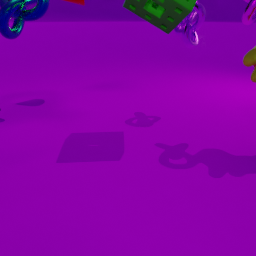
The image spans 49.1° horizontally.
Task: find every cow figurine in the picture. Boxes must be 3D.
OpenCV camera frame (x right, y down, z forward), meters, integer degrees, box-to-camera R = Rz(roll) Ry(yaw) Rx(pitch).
[{"bbox_3d":[3.340,-1.680,5.640,1.646,0.918,1.673,-43,18,-32],"label":"cow figurine"}]

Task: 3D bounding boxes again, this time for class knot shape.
[{"bbox_3d":[1.697,-2.962,7.919,0.603,1.305,1.221,-5,29,-4],"label":"knot shape"},{"bbox_3d":[-2.924,-3.563,7.941,1.841,0.909,1.967,-19,52,35],"label":"knot shape"},{"bbox_3d":[2.682,-2.759,5.776,0.613,1.241,1.326,2,35,-10],"label":"knot shape"}]

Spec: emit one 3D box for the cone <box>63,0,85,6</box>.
[{"bbox_3d":[-1.983,-4.351,9.134,0.898,0.895,0.895,-19,26,-9],"label":"cone"}]

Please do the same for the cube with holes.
[{"bbox_3d":[0.834,-3.095,6.056,1.256,1.256,1.256,28,-8,-11],"label":"cube with holes"}]
